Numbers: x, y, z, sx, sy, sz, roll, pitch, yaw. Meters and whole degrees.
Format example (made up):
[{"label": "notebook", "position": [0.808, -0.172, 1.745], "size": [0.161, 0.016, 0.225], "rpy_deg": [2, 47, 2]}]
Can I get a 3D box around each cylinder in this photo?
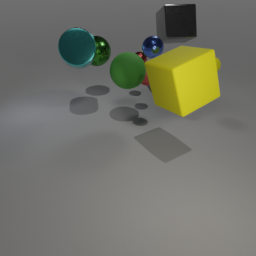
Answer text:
[{"label": "cylinder", "position": [-1.967, -3.083, 11.024], "size": [1.400, 1.400, 1.400], "rpy_deg": [-4, 8, -7]}]

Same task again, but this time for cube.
[{"label": "cube", "position": [1.537, -1.376, 7.944], "size": [1.400, 1.400, 1.400], "rpy_deg": [-28, 30, -18]}, {"label": "cube", "position": [2.121, -4.600, 12.485], "size": [1.400, 1.400, 1.400], "rpy_deg": [-6, 9, -10]}]

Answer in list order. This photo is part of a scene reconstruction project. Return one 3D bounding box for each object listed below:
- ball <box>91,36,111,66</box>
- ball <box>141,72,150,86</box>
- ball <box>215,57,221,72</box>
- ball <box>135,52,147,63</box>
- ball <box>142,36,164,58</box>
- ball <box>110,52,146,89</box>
[{"label": "ball", "position": [-1.507, -3.646, 13.291], "size": [1.400, 1.400, 1.400], "rpy_deg": [0, 30, 0]}, {"label": "ball", "position": [0.783, -2.189, 12.109], "size": [0.700, 0.700, 0.700], "rpy_deg": [0, 30, 0]}, {"label": "ball", "position": [3.552, -2.650, 11.826], "size": [0.700, 0.700, 0.700], "rpy_deg": [0, 30, 0]}, {"label": "ball", "position": [0.547, -3.243, 13.201], "size": [0.700, 0.700, 0.700], "rpy_deg": [0, 30, 0]}, {"label": "ball", "position": [0.795, -2.590, 8.974], "size": [0.700, 0.700, 0.700], "rpy_deg": [0, 30, 0]}, {"label": "ball", "position": [-0.005, -2.202, 10.795], "size": [1.400, 1.400, 1.400], "rpy_deg": [0, 30, 0]}]
